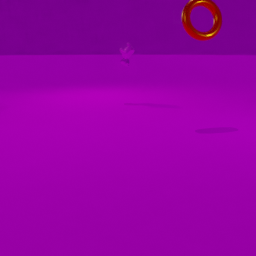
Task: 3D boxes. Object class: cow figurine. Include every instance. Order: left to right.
[{"bbox_3d":[-0.017,-3.285,12.706,0.907,0.893,0.498,-36,-2,5],"label":"cow figurine"}]

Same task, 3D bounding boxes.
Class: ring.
[{"bbox_3d":[2.420,-3.558,9.143,1.429,1.429,0.286,-4,0,-13],"label":"ring"}]
